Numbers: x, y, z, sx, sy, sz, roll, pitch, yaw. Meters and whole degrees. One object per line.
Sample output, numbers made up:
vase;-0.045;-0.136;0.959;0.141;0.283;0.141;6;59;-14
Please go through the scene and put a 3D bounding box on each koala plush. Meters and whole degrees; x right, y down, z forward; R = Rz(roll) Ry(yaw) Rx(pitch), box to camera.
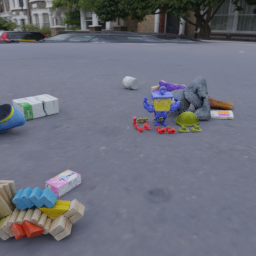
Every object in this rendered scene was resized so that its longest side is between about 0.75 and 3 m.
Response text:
koala plush;2.484;-1.263;12.103;1.906;1.752;1.690;-7;19;15

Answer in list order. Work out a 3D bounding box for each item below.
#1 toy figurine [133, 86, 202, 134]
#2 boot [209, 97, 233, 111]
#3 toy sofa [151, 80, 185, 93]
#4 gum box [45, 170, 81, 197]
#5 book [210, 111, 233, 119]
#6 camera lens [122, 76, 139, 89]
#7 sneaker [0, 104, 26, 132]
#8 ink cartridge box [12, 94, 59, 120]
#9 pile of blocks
toy figurine;1.518;-0.769;10.656;2.658;1.593;1.402;-1;22;-2
boot;4.248;-1.303;13.419;1.523;0.521;1.433;7;23;15
toy sofa;2.049;-1.864;14.359;0.729;0.859;1.759;-20;30;-40
gum box;-1.610;1.373;7.103;0.463;0.270;0.815;15;27;33
book;4.010;-0.560;12.006;0.892;0.214;0.596;4;24;12
camera lens;0.141;-2.656;16.522;0.680;0.680;0.851;-18;28;-38
sneaker;-5.127;-0.132;10.355;2.757;1.081;0.909;-10;60;13
ink cartridge box;-4.019;-0.941;12.290;1.616;0.671;1.185;-18;28;-37
pile of blocks;-2.166;1.657;5.368;2.566;1.053;0.797;-1;22;-3
